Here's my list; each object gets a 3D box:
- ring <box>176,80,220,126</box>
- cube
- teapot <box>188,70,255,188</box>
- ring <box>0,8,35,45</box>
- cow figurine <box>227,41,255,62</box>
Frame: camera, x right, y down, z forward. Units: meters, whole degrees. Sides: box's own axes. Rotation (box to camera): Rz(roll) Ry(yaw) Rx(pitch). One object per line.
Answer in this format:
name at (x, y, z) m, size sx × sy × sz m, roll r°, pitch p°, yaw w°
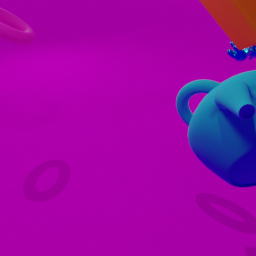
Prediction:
ring at (1.416, -0.352, 5.034) m, size 1.154 × 1.154 × 0.231 m, roll 17°, pitch 47°, yaw 24°
cube at (1.679, -1.772, 3.584) m, size 1.024 × 1.024 × 1.024 m, roll -40°, pitch 4°, yaw 10°
teapot at (1.195, 0.065, 2.606) m, size 1.211 × 1.948 × 0.954 m, roll -34°, pitch 49°, yaw 18°
ring at (-2.474, -2.094, 5.629) m, size 1.249 × 0.250 × 1.249 m, roll 30°, pitch 22°, yaw -13°
cow figurine at (3.283, -2.122, 7.769) m, size 0.960 × 0.536 × 0.976 m, roll 37°, pitch 57°, yaw -9°
